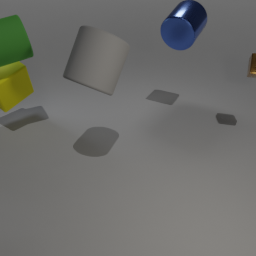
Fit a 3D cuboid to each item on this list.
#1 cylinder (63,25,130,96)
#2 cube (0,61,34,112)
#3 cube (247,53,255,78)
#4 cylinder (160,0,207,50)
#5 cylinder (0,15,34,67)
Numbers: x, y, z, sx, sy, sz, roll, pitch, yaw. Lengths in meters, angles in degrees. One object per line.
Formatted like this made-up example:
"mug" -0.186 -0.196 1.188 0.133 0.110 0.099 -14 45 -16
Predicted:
"cylinder" -0.829 -1.745 7.408 1.400 1.400 1.400 21 5 -2
"cube" -4.580 -1.731 10.278 1.400 1.400 1.400 34 60 18
"cube" 4.550 -2.127 9.633 0.700 0.700 0.700 8 2 15
"cylinder" 2.167 -3.972 10.836 1.400 1.400 1.400 17 54 27
"cylinder" -4.032 -2.814 9.163 1.400 1.400 1.400 -23 36 -17
